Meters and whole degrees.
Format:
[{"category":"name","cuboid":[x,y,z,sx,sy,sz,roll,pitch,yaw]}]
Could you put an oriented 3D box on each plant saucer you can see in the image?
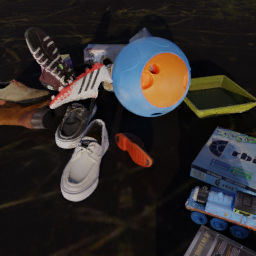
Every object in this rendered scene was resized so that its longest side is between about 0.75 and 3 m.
[{"category":"plant saucer","cuboid":[3.393,-1.235,11.406,2.609,0.626,2.613,-9,35,-13]}]

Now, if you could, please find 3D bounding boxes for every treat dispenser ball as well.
[{"category":"treat dispenser ball","cuboid":[0.845,-1.873,10.390,2.905,2.905,2.905,0,35,0]}]

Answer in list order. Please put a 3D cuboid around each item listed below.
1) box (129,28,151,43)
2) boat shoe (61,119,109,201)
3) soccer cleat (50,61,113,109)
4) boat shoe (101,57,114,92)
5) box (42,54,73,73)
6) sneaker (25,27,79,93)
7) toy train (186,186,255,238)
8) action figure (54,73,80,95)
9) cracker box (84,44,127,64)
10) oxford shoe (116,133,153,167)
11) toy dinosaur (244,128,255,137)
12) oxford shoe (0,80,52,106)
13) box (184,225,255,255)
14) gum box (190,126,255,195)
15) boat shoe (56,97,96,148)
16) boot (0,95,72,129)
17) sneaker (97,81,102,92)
[{"category":"box","cuboid":[1.066,-3.679,13.654,0.993,1.960,1.103,-34,29,21]},{"category":"boat shoe","cuboid":[-1.196,0.753,8.179,1.038,1.022,2.928,8,35,11]},{"category":"soccer cleat","cuboid":[-1.612,-1.307,9.713,2.396,1.021,0.822,-40,13,-10]},{"category":"boat shoe","cuboid":[-0.802,-2.544,13.022,0.994,0.933,2.697,-11,36,-16]},{"category":"box","cuboid":[-3.542,-3.057,13.971,1.457,0.704,1.282,-10,36,-13]},{"category":"sneaker","cuboid":[-3.186,-2.344,10.719,1.605,2.778,1.051,-9,37,42]},{"category":"toy train","cuboid":[2.236,1.882,6.575,1.735,0.991,0.752,15,37,20]},{"category":"action figure","cuboid":[-2.441,-1.975,12.124,0.925,0.794,1.557,25,57,22]},{"category":"cracker box","cuboid":[-0.874,-3.966,15.019,2.729,0.787,1.828,2,26,1]},{"category":"oxford shoe","cuboid":[0.306,0.591,8.811,0.631,0.619,1.739,-16,37,-30]},{"category":"toy dinosaur","cuboid":[4.337,0.208,9.646,0.884,0.267,0.470,17,39,23]},{"category":"oxford shoe","cuboid":[-4.419,-1.467,11.446,2.557,0.956,0.901,0,35,0]},{"category":"box","cuboid":[1.700,3.044,5.306,1.586,0.484,2.003,20,41,29]},{"category":"gum box","cuboid":[3.222,0.962,8.331,1.956,0.513,2.302,20,39,26]},{"category":"boat shoe","cuboid":[-1.769,-0.479,9.947,1.048,0.993,2.997,9,34,10]},{"category":"boot","cuboid":[-3.683,-0.700,10.788,2.586,0.886,2.435,3,38,21]},{"category":"sneaker","cuboid":[-1.480,-1.889,12.472,0.554,0.616,1.580,-13,10,13]}]
